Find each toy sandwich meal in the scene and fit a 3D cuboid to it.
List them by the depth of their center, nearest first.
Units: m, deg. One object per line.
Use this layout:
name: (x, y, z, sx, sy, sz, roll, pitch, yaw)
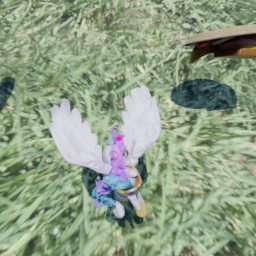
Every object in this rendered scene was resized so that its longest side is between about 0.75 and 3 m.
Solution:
toy sandwich meal: (2.572, -2.060, 7.149, 2.290, 2.290, 0.784, -8, 101, -4)

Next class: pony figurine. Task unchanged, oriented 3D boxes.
pony figurine: (-0.195, 0.579, 5.226, 1.963, 2.358, 2.276, -17, 66, -7)
